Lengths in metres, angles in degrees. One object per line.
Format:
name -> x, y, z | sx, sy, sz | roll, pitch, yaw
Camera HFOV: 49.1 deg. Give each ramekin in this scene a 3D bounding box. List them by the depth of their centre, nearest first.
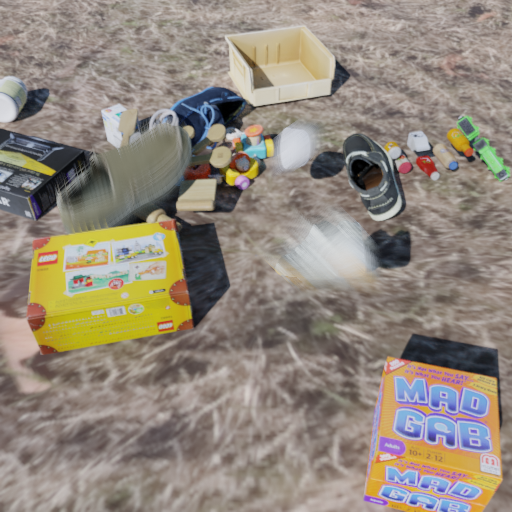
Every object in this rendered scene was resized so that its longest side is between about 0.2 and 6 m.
ramekin -> 0.799, -2.187, 11.396 | 0.429, 0.817, 0.817 | -3, 44, -12

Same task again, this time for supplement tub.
supplement tub -> -6.714, -4.238, 15.109 | 0.853, 0.853, 1.177 | 0, 44, 0

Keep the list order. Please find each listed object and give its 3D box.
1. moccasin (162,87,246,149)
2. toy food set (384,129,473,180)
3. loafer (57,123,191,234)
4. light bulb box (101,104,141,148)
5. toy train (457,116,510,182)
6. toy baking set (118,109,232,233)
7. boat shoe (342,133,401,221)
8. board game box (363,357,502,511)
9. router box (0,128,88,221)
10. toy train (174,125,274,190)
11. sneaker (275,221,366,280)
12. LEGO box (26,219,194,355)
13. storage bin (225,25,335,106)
moccasin -> -1.272, -3.487, 14.023 | 1.084, 1.279, 3.179 | 16, 47, 20
toy food set -> 4.001, -2.309, 13.076 | 1.877, 0.896, 0.845 | -10, 45, -9
loafer -> -2.560, -1.539, 10.886 | 3.090, 1.076, 1.162 | -43, 67, -9
light bulb box -> -3.338, -3.160, 13.969 | 0.553, 0.885, 0.878 | -31, 53, -28
toy train -> 5.256, -2.481, 12.947 | 1.830, 0.382, 0.516 | 53, 26, 0
toy baking set -> -2.061, -2.011, 12.456 | 3.527, 0.410, 2.707 | 24, 73, 25
boat shoe -> 2.472, -2.015, 12.551 | 1.001, 0.942, 2.787 | -33, 39, 22
board game box -> 2.354, 2.522, 7.639 | 1.467, 1.468, 1.469 | 10, 45, 11
router box -> -5.506, -1.934, 12.846 | 2.540, 0.663, 1.997 | 17, 46, 17
toy train -> -0.763, -2.523, 13.400 | 2.052, 0.760, 2.732 | 23, 49, 22
sneaker -> 0.961, -0.079, 8.316 | 0.714, 1.887, 0.827 | 5, 82, -32
LEGO box -> -2.594, 0.489, 10.065 | 2.660, 1.026, 1.981 | -9, 45, -9
storage bin -> 0.648, -5.484, 16.181 | 2.499, 1.171, 2.480 | -12, 45, -13
